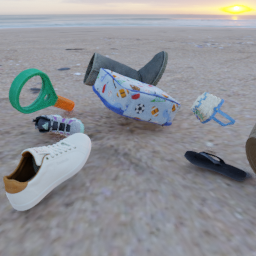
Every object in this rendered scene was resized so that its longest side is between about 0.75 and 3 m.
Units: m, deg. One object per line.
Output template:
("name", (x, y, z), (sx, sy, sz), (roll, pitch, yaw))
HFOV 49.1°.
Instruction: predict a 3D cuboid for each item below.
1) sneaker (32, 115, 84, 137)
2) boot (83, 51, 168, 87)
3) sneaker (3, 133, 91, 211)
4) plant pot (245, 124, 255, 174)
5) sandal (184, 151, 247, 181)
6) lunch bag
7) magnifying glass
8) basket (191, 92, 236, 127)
("sneaker", (-1.751, -0.026, 6.641), (1.315, 0.511, 0.920), (10, 7, 37))
("boot", (-0.064, -1.810, 8.470), (2.119, 1.927, 0.769), (22, 18, -17))
("sneaker", (-1.249, 0.506, 4.644), (0.645, 0.751, 1.773), (16, 42, 27))
("plant pot", (2.430, 0.394, 4.521), (0.717, 1.554, 1.554), (-16, 26, -6))
("sandal", (1.694, 0.655, 5.431), (1.196, 0.256, 0.455), (20, 22, 22))
("lunch bag", (0.220, -0.794, 7.226), (2.133, 0.806, 1.709), (15, 18, -33))
("magnifying glass", (-2.096, -0.794, 7.301), (0.304, 1.079, 2.711), (28, 2, 16))
("basket", (1.959, -0.356, 6.469), (0.944, 0.657, 0.832), (32, -4, 5))
